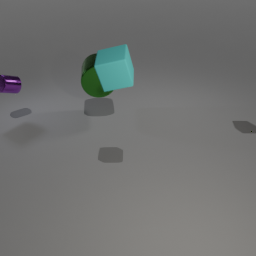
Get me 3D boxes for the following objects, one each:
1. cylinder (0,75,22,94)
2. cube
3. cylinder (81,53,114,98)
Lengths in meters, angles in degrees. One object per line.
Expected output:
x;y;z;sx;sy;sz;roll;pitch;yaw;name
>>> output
-4.722;-1.728;11.095;0.700;0.700;0.700;22;16;33;cylinder
-0.289;-1.350;6.314;0.700;0.700;0.700;-9;43;11;cube
-1.212;-2.169;11.498;1.400;1.400;1.400;-3;34;-6;cylinder
